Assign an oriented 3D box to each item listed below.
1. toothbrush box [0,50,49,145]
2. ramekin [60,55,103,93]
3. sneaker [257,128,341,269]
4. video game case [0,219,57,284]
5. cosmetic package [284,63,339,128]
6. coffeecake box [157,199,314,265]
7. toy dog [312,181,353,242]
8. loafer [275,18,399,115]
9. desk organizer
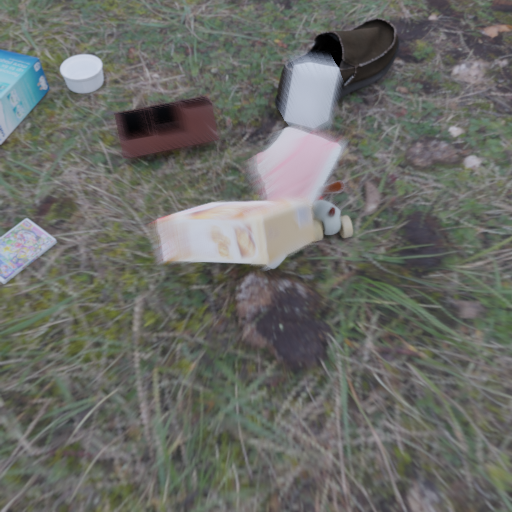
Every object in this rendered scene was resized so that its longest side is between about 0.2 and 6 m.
[{"bbox_3d":[-5.744,-3.481,12.095,1.505,0.877,2.055,16,57,12],"label":"toothbrush box"},{"bbox_3d":[-3.963,-4.154,12.849,0.931,0.454,0.931,0,54,-1],"label":"ramekin"},{"bbox_3d":[0.388,-1.070,9.666,1.258,0.906,2.407,26,95,-5],"label":"sneaker"},{"bbox_3d":[-4.332,-0.107,10.097,0.843,0.106,1.177,32,60,21],"label":"video game case"},{"bbox_3d":[1.031,-3.003,10.414,0.624,1.015,1.012,16,25,16],"label":"cosmetic package"},{"bbox_3d":[-0.301,-0.407,8.767,1.939,0.708,1.488,1,16,32],"label":"coffeecake box"},{"bbox_3d":[1.203,-0.998,10.332,1.062,0.775,1.610,-28,59,-19],"label":"toy dog"},{"bbox_3d":[1.917,-4.365,12.374,3.582,1.278,1.307,-41,62,-21],"label":"loafer"},{"bbox_3d":[-1.820,-2.624,11.343,1.970,0.758,0.707,-13,31,-8],"label":"desk organizer"}]
